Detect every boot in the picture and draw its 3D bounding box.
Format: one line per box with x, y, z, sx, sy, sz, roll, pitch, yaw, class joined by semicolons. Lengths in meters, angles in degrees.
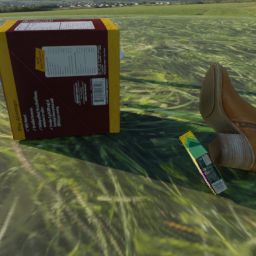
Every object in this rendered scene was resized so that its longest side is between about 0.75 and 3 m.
2.776;-0.264;6.425;2.004;0.954;2.590;3;70;-11;boot

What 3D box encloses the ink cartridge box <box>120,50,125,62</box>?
-0.835;-3.035;12.282;0.853;1.176;0.490;46;30;-2;ink cartridge box

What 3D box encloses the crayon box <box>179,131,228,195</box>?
1.440;0.652;5.374;0.289;0.990;0.854;-31;27;7;crayon box

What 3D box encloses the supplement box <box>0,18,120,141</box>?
-1.729;-1.366;7.540;2.789;2.751;1.852;-4;29;-9;supplement box
